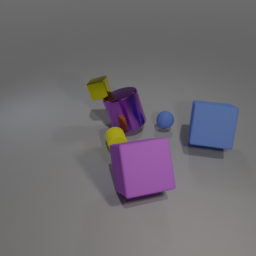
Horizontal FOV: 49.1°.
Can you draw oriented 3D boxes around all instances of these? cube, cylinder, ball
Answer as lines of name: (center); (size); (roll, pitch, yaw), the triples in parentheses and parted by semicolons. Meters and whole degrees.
cube: (-1.120, -1.561, 10.966); (0.700, 0.700, 0.700); (-11, 25, 12)
cube: (2.918, -0.162, 9.797); (1.400, 1.400, 1.400); (7, 11, 9)
cylinder: (-0.131, -0.719, 11.081); (1.400, 1.400, 1.400); (-16, 24, 7)
cylinder: (-0.431, 0.426, 10.200); (0.700, 0.700, 0.700); (-7, 32, -11)
ball: (1.477, -0.329, 11.100); (0.700, 0.700, 0.700); (0, 32, 0)
cube: (0.359, 1.068, 7.963); (1.400, 1.400, 1.400); (-8, -1, -15)
